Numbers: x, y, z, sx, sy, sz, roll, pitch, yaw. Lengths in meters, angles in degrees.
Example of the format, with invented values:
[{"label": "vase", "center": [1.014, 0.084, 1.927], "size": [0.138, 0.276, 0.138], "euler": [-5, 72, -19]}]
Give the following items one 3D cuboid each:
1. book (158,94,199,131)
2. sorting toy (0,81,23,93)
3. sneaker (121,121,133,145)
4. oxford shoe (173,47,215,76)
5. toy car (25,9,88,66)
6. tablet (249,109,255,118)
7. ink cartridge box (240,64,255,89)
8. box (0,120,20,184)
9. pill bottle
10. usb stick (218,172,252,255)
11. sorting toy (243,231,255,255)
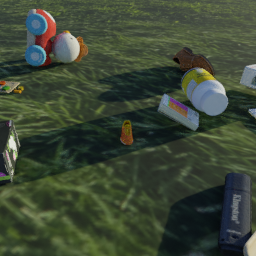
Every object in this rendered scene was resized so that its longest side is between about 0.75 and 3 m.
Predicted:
[{"label": "book", "center": [1.578, -0.510, 8.552], "size": [1.269, 0.305, 0.848], "euler": [30, 35, -4]}, {"label": "sorting toy", "center": [-4.576, -1.590, 10.744], "size": [1.233, 0.165, 0.919], "euler": [6, 34, 10]}, {"label": "sneaker", "center": [-0.048, 0.126, 7.958], "size": [0.356, 0.377, 0.977], "euler": [-2, 35, -6]}, {"label": "oxford shoe", "center": [2.780, -2.663, 11.980], "size": [0.902, 0.903, 2.532], "euler": [-33, 36, -4]}, {"label": "toy car", "center": [-3.138, -3.902, 12.590], "size": [2.696, 2.385, 2.485], "euler": [2, 21, -19]}, {"label": "tablet", "center": [5.092, -0.372, 8.929], "size": [2.041, 0.139, 1.328], "euler": [-8, 34, -11]}, {"label": "ink cartridge box", "center": [5.071, -1.702, 10.031], "size": [1.184, 0.682, 1.622], "euler": [-16, 37, -42]}, {"label": "box", "center": [-3.328, 0.579, 6.786], "size": [1.075, 0.900, 1.447], "euler": [-6, 33, -9]}, {"label": "pill bottle", "center": [2.457, -1.164, 9.023], "size": [1.052, 1.052, 1.878], "euler": [-4, 31, -7]}, {"label": "usb stick", "center": [2.193, 1.656, 5.651], "size": [0.585, 0.344, 2.110], "euler": [12, 35, 17]}, {"label": "sorting toy", "center": [2.650, 2.134, 4.021], "size": [1.836, 0.366, 2.484], "euler": [28, 17, 34]}]
